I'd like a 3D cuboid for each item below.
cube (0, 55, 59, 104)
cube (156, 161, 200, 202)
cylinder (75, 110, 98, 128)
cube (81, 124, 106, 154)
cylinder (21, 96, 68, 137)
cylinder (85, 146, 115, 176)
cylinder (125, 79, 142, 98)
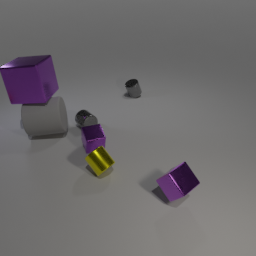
[{"bbox_3d":[-3.585,-1.805,10.380,1.400,1.400,1.400,-1,29,10],"label":"cube"},{"bbox_3d":[1.328,1.434,7.481,0.700,0.700,0.700,-28,80,-33],"label":"cube"},{"bbox_3d":[-1.696,-0.308,11.401,0.700,0.700,0.700,-19,35,-31],"label":"cylinder"},{"bbox_3d":[-1.240,0.379,10.010,0.700,0.700,0.700,-11,50,-19],"label":"cube"},{"bbox_3d":[-3.171,-0.445,10.784,1.400,1.400,1.400,-7,30,-1],"label":"cylinder"},{"bbox_3d":[-0.874,1.027,8.778,0.700,0.700,0.700,51,46,6],"label":"cylinder"},{"bbox_3d":[0.273,-2.009,14.207,0.700,0.700,0.700,-13,44,13],"label":"cylinder"}]
